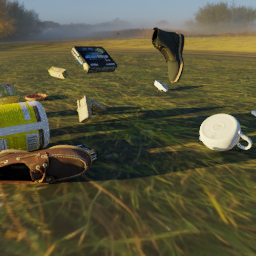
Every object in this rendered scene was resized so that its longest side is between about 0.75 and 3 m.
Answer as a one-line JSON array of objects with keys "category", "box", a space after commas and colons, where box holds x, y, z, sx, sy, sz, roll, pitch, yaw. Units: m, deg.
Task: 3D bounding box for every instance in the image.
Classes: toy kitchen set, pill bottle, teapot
[{"category": "toy kitchen set", "box": [-1.778, -0.567, 12.614, 1.029, 1.138, 1.261, -30, -34, 28]}, {"category": "pill bottle", "box": [-4.162, 0.123, 8.862, 2.994, 1.635, 1.635, -12, 23, -29]}, {"category": "teapot", "box": [3.187, 0.281, 9.444, 1.389, 1.028, 1.407, -26, 39, 9]}]

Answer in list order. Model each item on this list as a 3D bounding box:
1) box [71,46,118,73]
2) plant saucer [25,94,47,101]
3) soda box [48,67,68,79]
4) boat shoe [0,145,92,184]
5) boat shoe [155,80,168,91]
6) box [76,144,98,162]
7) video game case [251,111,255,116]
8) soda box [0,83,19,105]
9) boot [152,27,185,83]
[{"category": "box", "box": [-1.474, -3.043, 12.391, 1.697, 0.390, 1.349, -15, 61, -46]}, {"category": "plant saucer", "box": [-5.231, -1.737, 15.974, 1.160, 0.187, 1.160, 1, 20, 0]}, {"category": "soda box", "box": [-2.551, -2.027, 10.246, 0.761, 0.258, 0.244, 18, 56, 33]}, {"category": "boat shoe", "box": [-2.352, 1.080, 7.369, 2.749, 0.968, 0.967, -5, 20, 7]}, {"category": "boat shoe", "box": [2.158, -2.660, 18.166, 0.436, 0.387, 1.185, -6, 41, -33]}, {"category": "box", "box": [-1.656, 0.897, 8.751, 1.150, 0.265, 0.914, -19, 28, -41]}, {"category": "video game case", "box": [6.881, -0.569, 12.853, 1.854, 0.167, 1.328, -2, 21, -6]}, {"category": "soda box", "box": [-4.350, -0.569, 10.036, 0.675, 2.108, 0.714, -15, 55, -33]}, {"category": "boot", "box": [1.070, -2.089, 8.071, 1.008, 1.457, 0.565, 5, -7, -32]}]
